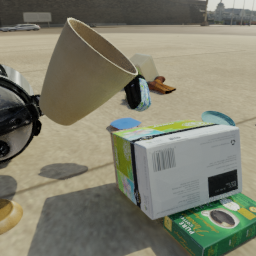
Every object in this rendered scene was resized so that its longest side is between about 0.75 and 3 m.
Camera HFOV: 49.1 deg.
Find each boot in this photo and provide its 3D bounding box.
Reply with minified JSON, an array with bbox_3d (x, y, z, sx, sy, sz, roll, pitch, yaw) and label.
[{"bbox_3d":[1.931,-2.323,14.968,1.495,0.544,1.588,-19,31,-38],"label":"boot"}]

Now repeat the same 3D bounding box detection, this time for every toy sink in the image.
[{"bbox_3d":[0.861,-3.065,15.734,1.068,1.906,1.242,-45,41,-18],"label":"toy sink"}]

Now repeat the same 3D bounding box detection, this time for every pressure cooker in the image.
[{"bbox_3d":[-3.876,-0.413,8.019,2.625,2.585,2.939,29,11,-28],"label":"pressure cooker"}]

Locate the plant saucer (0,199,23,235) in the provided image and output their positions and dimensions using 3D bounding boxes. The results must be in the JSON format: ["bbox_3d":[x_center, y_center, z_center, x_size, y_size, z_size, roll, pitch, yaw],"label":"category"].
[{"bbox_3d":[-2.806,1.808,5.845,1.147,0.203,1.147,0,23,0],"label":"plant saucer"}]

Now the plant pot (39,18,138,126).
[{"bbox_3d":[-1.204,-1.150,6.848,2.004,2.140,2.004,36,20,-16],"label":"plant pot"}]

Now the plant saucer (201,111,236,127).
[{"bbox_3d":[2.607,-0.170,8.145,1.009,0.138,1.009,7,37,-5],"label":"plant saucer"}]

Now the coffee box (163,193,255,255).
[{"bbox_3d":[1.764,1.816,5.540,1.888,0.415,1.161,-13,24,-29],"label":"coffee box"}]

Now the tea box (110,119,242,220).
[{"bbox_3d":[0.965,0.718,6.267,2.153,1.439,2.118,-10,9,-21],"label":"tea box"}]

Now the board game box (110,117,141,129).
[{"bbox_3d":[-0.089,-0.076,10.200,0.924,0.228,1.170,-19,24,-27],"label":"board game box"}]

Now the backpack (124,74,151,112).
[{"bbox_3d":[0.287,-0.903,7.886,0.701,0.744,0.912,28,43,-35],"label":"backpack"}]

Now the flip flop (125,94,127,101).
[{"bbox_3d":[0.274,-1.351,12.803,0.652,0.463,1.607,-5,24,-10],"label":"flip flop"}]
